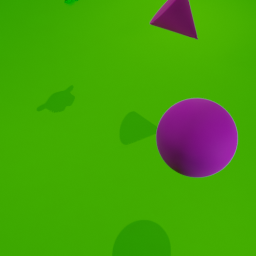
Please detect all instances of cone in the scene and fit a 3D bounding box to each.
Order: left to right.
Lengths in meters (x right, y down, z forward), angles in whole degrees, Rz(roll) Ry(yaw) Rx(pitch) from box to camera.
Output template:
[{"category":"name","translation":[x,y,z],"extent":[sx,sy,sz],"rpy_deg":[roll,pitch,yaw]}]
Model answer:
[{"category":"cone","translation":[1.267,-2.440,6.494],"extent":[1.093,1.089,1.089],"rpy_deg":[40,59,-17]}]

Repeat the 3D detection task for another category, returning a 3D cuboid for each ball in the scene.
[{"category":"ball","translation":[1.108,0.159,4.592],"extent":[1.291,1.291,1.291],"rpy_deg":[0,57,0]}]

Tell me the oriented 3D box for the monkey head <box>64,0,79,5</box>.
[{"category":"monkey head","translation":[-1.385,-3.587,6.986],"extent":[1.300,0.935,0.783],"rpy_deg":[-28,98,-36]}]
